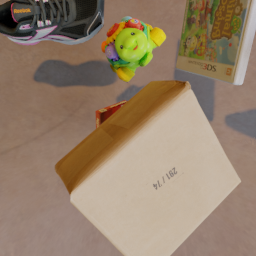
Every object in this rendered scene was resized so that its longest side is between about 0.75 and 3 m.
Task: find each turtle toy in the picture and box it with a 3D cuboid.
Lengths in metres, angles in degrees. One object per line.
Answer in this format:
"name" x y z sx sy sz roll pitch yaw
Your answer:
"turtle toy" 0.027 -1.695 5.708 1.304 0.904 1.789 -48 28 9

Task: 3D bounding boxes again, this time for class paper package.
"paper package" 0.400 0.809 4.873 2.440 2.325 1.262 -41 25 -11

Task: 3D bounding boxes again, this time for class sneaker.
"sneaker" -1.974 -2.522 6.469 2.985 1.289 1.199 -7 94 22

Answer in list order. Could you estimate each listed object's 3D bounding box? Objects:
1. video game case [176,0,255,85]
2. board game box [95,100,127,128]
"video game case" 2.043 -2.553 6.591 0.294 2.667 2.428 -1 19 -23
"board game box" -0.321 0.287 5.984 0.159 1.633 0.841 24 35 37
